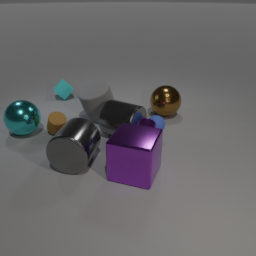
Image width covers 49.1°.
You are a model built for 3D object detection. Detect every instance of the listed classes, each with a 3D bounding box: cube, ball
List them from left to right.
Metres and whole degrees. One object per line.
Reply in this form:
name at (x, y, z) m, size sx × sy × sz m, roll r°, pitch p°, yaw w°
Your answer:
ball at (-4.166, -0.405, 11.069) m, size 1.400 × 1.400 × 1.400 m, roll 0°, pitch 28°, yaw 0°
cube at (-3.349, -2.008, 14.551) m, size 0.700 × 0.700 × 0.700 m, roll -47°, pitch 27°, yaw 5°
cube at (0.227, 0.826, 8.741) m, size 1.400 × 1.400 × 1.400 m, roll 9°, pitch 29°, yaw 17°
ball at (1.076, -0.136, 10.778) m, size 0.700 × 0.700 × 0.700 m, roll 0°, pitch 28°, yaw 0°
ball at (1.689, -1.217, 12.590) m, size 1.400 × 1.400 × 1.400 m, roll 0°, pitch 28°, yaw 0°

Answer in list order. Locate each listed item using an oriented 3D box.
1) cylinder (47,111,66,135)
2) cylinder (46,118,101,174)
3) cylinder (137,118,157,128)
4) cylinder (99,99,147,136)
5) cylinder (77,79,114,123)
cylinder at (-2.854, -0.184, 11.163) m, size 0.700 × 0.700 × 0.700 m, roll 11°, pitch 51°, yaw -14°
cylinder at (-1.759, 0.563, 9.234) m, size 1.400 × 1.400 × 1.400 m, roll 6°, pitch 28°, yaw 11°
cylinder at (0.594, 0.131, 9.671) m, size 0.700 × 0.700 × 0.700 m, roll 7°, pitch 53°, yaw 13°
cylinder at (-0.184, -0.301, 10.878) m, size 1.400 × 1.400 × 1.400 m, roll 16°, pitch 31°, yaw 27°
cylinder at (-1.303, -1.160, 12.128) m, size 1.400 × 1.400 × 1.400 m, roll -9°, pitch 43°, yaw 9°
